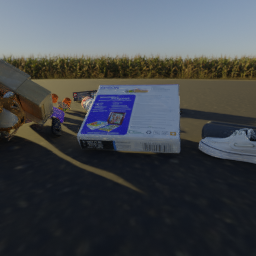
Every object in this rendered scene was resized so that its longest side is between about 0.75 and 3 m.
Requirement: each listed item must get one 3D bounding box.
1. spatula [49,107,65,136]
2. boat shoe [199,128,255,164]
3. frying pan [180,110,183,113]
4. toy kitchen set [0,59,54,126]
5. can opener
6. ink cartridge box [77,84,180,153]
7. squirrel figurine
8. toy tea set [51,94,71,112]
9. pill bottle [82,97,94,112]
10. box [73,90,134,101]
[{"bbox_3d":[-2.157,-0.244,8.217,0.773,0.281,2.737,27,5,-22],"label":"spatula"},{"bbox_3d":[2.263,0.297,5.350,1.821,0.595,0.670,8,14,32],"label":"boat shoe"},{"bbox_3d":[1.791,-0.669,10.984,0.733,0.119,0.444,-3,10,-11],"label":"frying pan"},{"bbox_3d":[-3.805,-0.280,7.690,2.669,2.177,2.408,29,61,6],"label":"toy kitchen set"},{"bbox_3d":[2.981,0.023,5.858,2.732,0.914,0.729,9,13,26],"label":"can opener"},{"bbox_3d":[0.144,-0.310,6.544,2.135,0.468,2.155,1,39,10],"label":"ink cartridge box"},{"bbox_3d":[-3.602,-0.388,6.316,2.341,1.657,2.185,8,10,28],"label":"squirrel figurine"},{"bbox_3d":[-3.005,-0.923,11.288,1.659,0.614,0.986,13,35,-39],"label":"toy tea set"},{"bbox_3d":[-1.490,-0.912,11.097,0.570,0.570,0.998,-4,13,-17],"label":"pill bottle"},{"bbox_3d":[-1.286,-1.779,14.541,2.827,0.491,1.556,-1,10,31],"label":"box"}]
